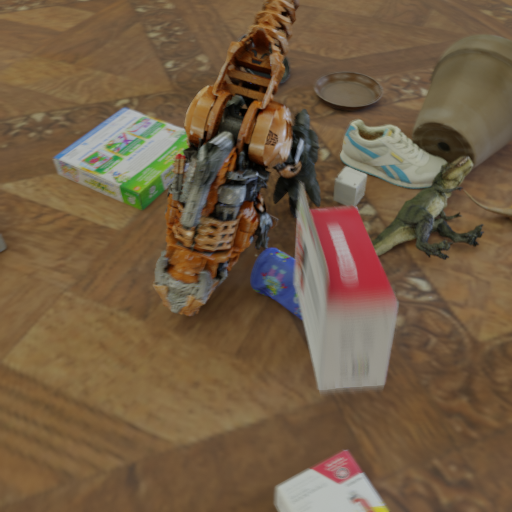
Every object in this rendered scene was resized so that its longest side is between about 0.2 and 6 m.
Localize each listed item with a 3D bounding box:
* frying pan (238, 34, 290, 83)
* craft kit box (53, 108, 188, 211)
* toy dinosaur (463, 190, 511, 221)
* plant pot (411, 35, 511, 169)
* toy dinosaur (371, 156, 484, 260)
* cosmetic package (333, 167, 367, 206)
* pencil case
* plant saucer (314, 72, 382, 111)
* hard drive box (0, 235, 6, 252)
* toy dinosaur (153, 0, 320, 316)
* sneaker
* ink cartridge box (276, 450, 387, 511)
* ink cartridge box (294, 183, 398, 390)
[{"bbox_3d":[0.287,-4.329,13.541,1.471,0.396,2.431,-6,72,-34],"label":"frying pan"},{"bbox_3d":[-2.501,-2.045,11.347,2.158,0.530,2.185,22,50,23],"label":"craft kit box"},{"bbox_3d":[4.716,-0.760,10.190,1.759,0.531,0.934,1,30,-13],"label":"toy dinosaur"},{"bbox_3d":[4.202,-2.765,11.078,2.319,2.319,2.013,30,69,26],"label":"plant pot"},{"bbox_3d":[2.949,-0.530,9.741,3.377,0.801,1.488,-34,48,-23],"label":"toy dinosaur"},{"bbox_3d":[1.762,-1.285,10.539,0.449,0.545,0.450,27,56,22],"label":"cosmetic package"},{"bbox_3d":[0.812,0.634,8.547,1.963,0.852,0.766,31,26,27],"label":"pencil case"},{"bbox_3d":[2.166,-3.863,13.242,1.586,0.254,1.586,-1,46,1],"label":"plant saucer"},{"bbox_3d":[-5.550,-0.553,9.700,1.558,0.768,1.999,-32,54,-26],"label":"hard drive box"},{"bbox_3d":[-0.113,-1.622,8.591,2.591,3.442,5.072,40,99,5],"label":"toy dinosaur"},{"bbox_3d":[2.747,-1.995,11.008,2.175,0.878,0.832,19,47,13],"label":"sneaker"},{"bbox_3d":[0.979,3.093,6.329,0.999,0.574,1.376,-21,50,-19],"label":"ink cartridge box"},{"bbox_3d":[1.022,0.280,6.847,0.838,1.755,1.999,-4,37,-3],"label":"ink cartridge box"}]
